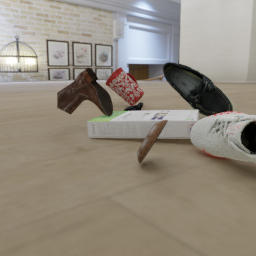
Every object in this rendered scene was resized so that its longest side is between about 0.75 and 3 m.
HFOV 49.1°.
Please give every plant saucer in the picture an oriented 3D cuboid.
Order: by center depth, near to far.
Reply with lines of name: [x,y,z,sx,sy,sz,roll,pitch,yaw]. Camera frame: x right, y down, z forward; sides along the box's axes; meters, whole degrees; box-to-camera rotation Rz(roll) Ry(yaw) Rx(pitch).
plant saucer: [0.406,0.216,5.043,0.172,0.940,0.940,33,19,8]

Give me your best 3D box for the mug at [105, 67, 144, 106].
mug: [0.016,-1.998,13.191,1.459,1.643,1.096,-44,-5,-20]

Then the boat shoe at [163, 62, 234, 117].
boat shoe: [2.335,-1.387,9.724,2.989,1.117,0.991,50,13,24]

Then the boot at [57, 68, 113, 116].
boot: [-1.307,-0.689,8.019,1.630,1.519,0.523,-32,-10,33]

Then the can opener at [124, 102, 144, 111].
can opener: [0.168,-0.676,9.798,0.345,0.428,1.088,26,25,25]

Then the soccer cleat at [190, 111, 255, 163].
soccer cleat: [1.977,0.138,4.806,1.160,0.934,2.723,14,-1,-34]

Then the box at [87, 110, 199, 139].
box: [0.517,-0.136,7.554,2.710,0.492,1.956,1,11,15]
